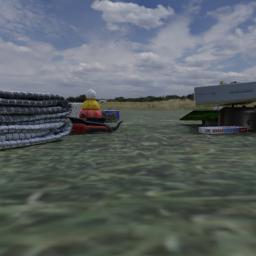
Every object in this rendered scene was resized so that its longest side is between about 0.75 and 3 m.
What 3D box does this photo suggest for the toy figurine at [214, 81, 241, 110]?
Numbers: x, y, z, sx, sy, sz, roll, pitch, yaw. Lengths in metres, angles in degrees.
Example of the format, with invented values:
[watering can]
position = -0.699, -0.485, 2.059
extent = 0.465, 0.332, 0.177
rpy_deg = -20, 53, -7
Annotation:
[toy figurine]
position = 6.372, -1.653, 17.030
extent = 1.654, 2.340, 2.377
rpy_deg = 12, 10, 41

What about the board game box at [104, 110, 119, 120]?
[board game box]
position = -1.039, -0.815, 17.655
extent = 0.956, 0.580, 1.199
rpy_deg = 0, 5, -5

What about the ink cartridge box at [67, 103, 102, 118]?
[ink cartridge box]
position = -2.733, -0.554, 11.702
extent = 2.938, 0.988, 1.707
rpy_deg = -3, 6, -38

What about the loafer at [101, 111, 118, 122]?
[loafer]
position = -1.448, -0.630, 15.060
extent = 1.786, 0.622, 0.671
rpy_deg = -1, 5, -15

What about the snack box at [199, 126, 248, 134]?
[snack box]
position = 3.092, 0.057, 9.077
extent = 1.561, 0.190, 0.561
rpy_deg = -2, 5, -25

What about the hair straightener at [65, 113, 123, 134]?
[hair straightener]
position = -1.286, -0.252, 8.934
extent = 2.280, 0.466, 0.877
rpy_deg = -2, 45, -17

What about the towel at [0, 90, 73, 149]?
[towel]
position = -3.058, -0.258, 6.599
extent = 2.339, 1.209, 2.825
rpy_deg = 2, 5, 30

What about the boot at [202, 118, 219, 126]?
[boot]
position = 3.876, -0.271, 12.458
extent = 1.161, 0.421, 1.055
rpy_deg = -6, 2, 4

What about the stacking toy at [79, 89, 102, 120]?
[stacking toy]
position = -1.312, -0.608, 9.646
extent = 1.046, 1.431, 1.046
rpy_deg = -1, 5, 0

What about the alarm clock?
[alarm clock]
position = 4.336, -0.409, 10.778
extent = 1.969, 0.972, 2.919
rpy_deg = -2, 2, -18

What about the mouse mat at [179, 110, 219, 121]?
[mouse mat]
position = 3.759, -0.545, 12.625
extent = 2.462, 0.093, 1.981
rpy_deg = -1, -10, -9

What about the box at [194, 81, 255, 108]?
[box]
position = 3.582, -1.163, 10.358
extent = 2.217, 0.586, 2.844
rpy_deg = -3, 0, 13
